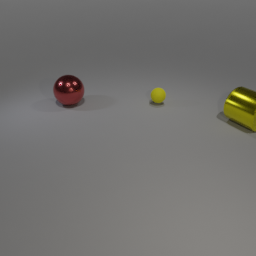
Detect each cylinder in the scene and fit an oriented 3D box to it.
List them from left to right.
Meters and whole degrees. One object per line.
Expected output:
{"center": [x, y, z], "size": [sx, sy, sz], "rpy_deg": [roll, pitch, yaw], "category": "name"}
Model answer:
{"center": [4.762, -0.760, 10.995], "size": [1.400, 1.400, 1.400], "rpy_deg": [-16, 33, -27], "category": "cylinder"}

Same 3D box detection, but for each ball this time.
{"center": [-2.687, -1.718, 12.748], "size": [1.400, 1.400, 1.400], "rpy_deg": [0, 29, 0], "category": "ball"}
{"center": [1.391, -1.501, 12.879], "size": [0.700, 0.700, 0.700], "rpy_deg": [0, 29, 0], "category": "ball"}
